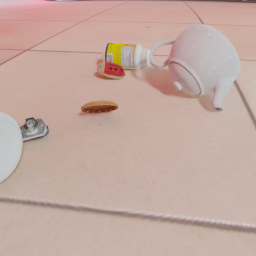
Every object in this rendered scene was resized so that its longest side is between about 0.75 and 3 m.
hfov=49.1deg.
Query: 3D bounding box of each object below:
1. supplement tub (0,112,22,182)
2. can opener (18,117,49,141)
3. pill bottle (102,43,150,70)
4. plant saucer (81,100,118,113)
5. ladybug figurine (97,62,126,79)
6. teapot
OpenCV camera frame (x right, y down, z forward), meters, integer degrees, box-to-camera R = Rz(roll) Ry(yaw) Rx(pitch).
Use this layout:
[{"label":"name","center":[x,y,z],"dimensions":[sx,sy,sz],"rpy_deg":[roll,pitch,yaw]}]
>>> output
[{"label":"supplement tub","center":[-3.794,0.350,6.345],"dimensions":[2.258,1.642,1.642],"rpy_deg":[6,31,20]},{"label":"can opener","center":[-3.416,0.309,7.914],"dimensions":[2.334,0.780,0.623],"rpy_deg":[-16,58,-9]},{"label":"pill bottle","center":[-0.065,-3.430,13.429],"dimensions":[2.152,1.175,1.175],"rpy_deg":[7,32,11]},{"label":"plant saucer","center":[-0.906,-0.682,8.969],"dimensions":[1.187,0.192,1.187],"rpy_deg":[-5,-8,-1]},{"label":"ladybug figurine","center":[-0.714,-2.594,12.478],"dimensions":[1.326,0.477,0.900],"rpy_deg":[10,42,-16]},{"label":"teapot","center":[2.467,-2.254,10.477],"dimensions":[2.117,2.861,2.899],"rpy_deg":[-42,17,-5]}]
